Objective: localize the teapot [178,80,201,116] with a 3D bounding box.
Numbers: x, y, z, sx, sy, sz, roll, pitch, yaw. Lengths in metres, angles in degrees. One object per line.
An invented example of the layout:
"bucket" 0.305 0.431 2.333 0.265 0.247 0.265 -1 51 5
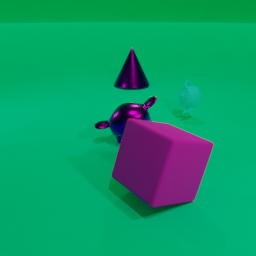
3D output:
"teapot" 1.837 -0.907 8.584 0.590 1.206 0.750 12 -17 -20

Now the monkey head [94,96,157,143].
"monkey head" 0.026 -0.238 7.073 1.668 1.005 1.200 -25 32 4

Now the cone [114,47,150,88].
"cone" 0.176 -2.726 12.380 1.635 1.641 1.635 0 20 0

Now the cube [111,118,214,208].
"cube" 0.581 0.566 4.884 1.120 1.120 1.120 6 14 -42
